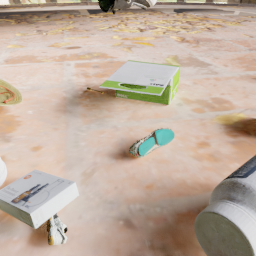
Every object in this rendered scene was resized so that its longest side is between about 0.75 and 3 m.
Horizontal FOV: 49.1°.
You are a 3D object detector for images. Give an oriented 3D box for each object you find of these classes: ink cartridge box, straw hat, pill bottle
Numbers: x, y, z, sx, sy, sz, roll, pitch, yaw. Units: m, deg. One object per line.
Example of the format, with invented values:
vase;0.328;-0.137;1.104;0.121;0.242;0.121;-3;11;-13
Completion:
ink cartridge box;0.494;-1.417;10.028;2.151;1.103;2.911;11;32;17
straw hat;-4.947;-0.923;9.044;2.712;1.148;2.712;26;20;-10
pill bottle;2.256;1.349;4.851;2.321;1.388;1.388;-23;37;-35

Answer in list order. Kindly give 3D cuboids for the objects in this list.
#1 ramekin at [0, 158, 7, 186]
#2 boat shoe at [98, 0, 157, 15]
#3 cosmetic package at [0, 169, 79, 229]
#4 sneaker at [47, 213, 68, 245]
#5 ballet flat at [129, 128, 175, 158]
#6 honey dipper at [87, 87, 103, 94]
ramekin;-3.664;0.835;6.044;1.805;0.947;1.805;-3;26;2
boat shoe;-0.276;-2.212;4.472;0.745;0.705;2.130;38;21;23
cosmetic package;-1.854;1.342;5.602;1.418;0.366;1.069;6;25;38
sneaker;-1.299;1.840;5.174;0.349;0.302;0.797;10;25;-23
ballet flat;0.613;0.349;7.535;1.525;0.577;0.487;-21;12;-38
honey dipper;-1.296;-1.486;11.135;0.757;0.144;0.144;18;34;22
